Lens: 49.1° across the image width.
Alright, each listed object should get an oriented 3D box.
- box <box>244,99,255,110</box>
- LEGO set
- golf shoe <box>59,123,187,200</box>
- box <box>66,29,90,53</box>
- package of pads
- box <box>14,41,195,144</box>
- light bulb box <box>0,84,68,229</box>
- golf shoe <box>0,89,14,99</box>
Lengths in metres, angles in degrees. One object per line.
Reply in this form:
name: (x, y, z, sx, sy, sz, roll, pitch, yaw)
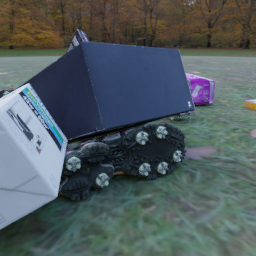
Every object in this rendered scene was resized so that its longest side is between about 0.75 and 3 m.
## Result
box: (5.401, -0.822, 10.780, 0.919, 0.320, 1.544, -7, 17, -22)
LEGO set: (1.207, -0.810, 9.854, 2.381, 1.380, 1.831, 1, -12, -7)
golf shoe: (-0.155, 0.448, 5.589, 2.891, 1.116, 1.273, -9, 13, -27)
box: (-2.020, -2.413, 10.519, 0.383, 2.123, 1.518, 11, 36, -35)
package of pads: (2.441, -1.802, 12.551, 1.752, 1.100, 2.907, -6, 18, -9)
box: (-0.489, -0.651, 6.418, 2.701, 1.544, 2.966, -15, -1, 43)
light bulb box: (-2.054, 0.482, 3.984, 1.970, 1.240, 1.988, -29, 19, 2)
golf shoe: (-3.169, -0.594, 9.315, 2.937, 1.134, 1.293, 4, -4, 11)
